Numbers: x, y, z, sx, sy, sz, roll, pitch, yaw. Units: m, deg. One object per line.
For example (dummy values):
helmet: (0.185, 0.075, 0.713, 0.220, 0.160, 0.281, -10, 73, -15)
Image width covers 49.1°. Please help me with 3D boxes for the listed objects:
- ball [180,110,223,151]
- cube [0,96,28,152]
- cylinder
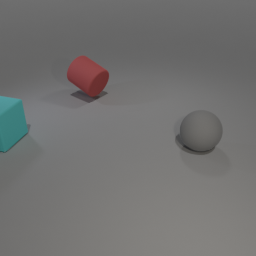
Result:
ball: (2.463, 0.091, 9.460, 1.400, 1.400, 1.400, 0, 30, 0)
cube: (-4.616, -0.202, 9.866, 1.400, 1.400, 1.400, 10, 33, 13)
cylinder: (-1.828, -2.383, 12.876, 1.400, 1.400, 1.400, 36, 42, 18)
